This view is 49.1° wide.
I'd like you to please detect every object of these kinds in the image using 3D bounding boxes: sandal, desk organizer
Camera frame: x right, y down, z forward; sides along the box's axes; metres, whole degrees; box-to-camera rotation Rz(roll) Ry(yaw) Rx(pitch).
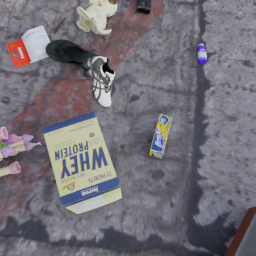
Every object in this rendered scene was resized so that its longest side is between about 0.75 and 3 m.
[{"bbox_3d":[-2.173,-3.101,11.727,2.672,0.639,1.004,18,82,0],"label":"sandal"},{"bbox_3d":[3.890,3.821,8.952,0.936,1.005,2.610,33,72,12],"label":"desk organizer"}]

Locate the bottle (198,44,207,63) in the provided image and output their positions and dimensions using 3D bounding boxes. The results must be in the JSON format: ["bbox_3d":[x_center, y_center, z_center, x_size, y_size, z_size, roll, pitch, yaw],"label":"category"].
[{"bbox_3d":[3.217,-3.258,12.201,0.361,0.282,0.864,2,68,1],"label":"bottle"}]

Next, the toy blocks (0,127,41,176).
[{"bbox_3d":[-4.222,0.403,9.892,1.720,1.909,2.043,-17,66,-4],"label":"toy blocks"}]

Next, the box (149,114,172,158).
[{"bbox_3d":[1.241,0.299,10.618,0.508,0.553,1.580,14,68,6],"label":"box"}]

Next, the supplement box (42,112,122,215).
[{"bbox_3d":[-1.390,1.262,9.175,1.677,2.496,2.498,-19,69,-7],"label":"supplement box"}]

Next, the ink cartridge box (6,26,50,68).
[{"bbox_3d":[-4.303,-3.569,12.244,1.807,0.427,1.446,-23,71,-11],"label":"ink cartridge box"}]

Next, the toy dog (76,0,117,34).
[{"bbox_3d":[-1.218,-5.192,12.489,1.740,1.252,1.795,32,69,11],"label":"toy dog"}]

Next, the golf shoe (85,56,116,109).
[{"bbox_3d":[-0.816,-1.555,9.722,0.889,1.882,0.732,-2,29,28],"label":"golf shoe"}]

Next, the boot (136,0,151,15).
[{"bbox_3d":[0.503,-6.106,13.281,1.225,0.488,1.487,3,72,3],"label":"boot"}]
